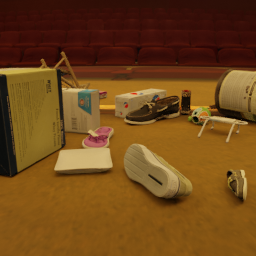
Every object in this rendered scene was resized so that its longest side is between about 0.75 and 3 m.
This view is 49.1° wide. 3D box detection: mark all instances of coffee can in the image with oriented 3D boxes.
[{"bbox_3d":[5.493,-1.323,11.825,2.112,2.112,2.886,-12,20,-35],"label":"coffee can"}]

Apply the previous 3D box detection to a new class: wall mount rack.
[{"bbox_3d":[3.318,0.003,10.088,1.712,0.638,1.487,11,16,34],"label":"wall mount rack"}]

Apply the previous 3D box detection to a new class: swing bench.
[{"bbox_3d":[-4.062,-2.769,16.349,2.511,2.525,1.638,-2,47,45],"label":"swing bench"}]

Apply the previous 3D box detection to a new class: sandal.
[{"bbox_3d":[-1.003,0.218,9.366,0.874,0.528,2.149,1,16,5],"label":"sandal"}]

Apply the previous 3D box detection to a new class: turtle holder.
[{"bbox_3d":[2.932,-0.512,11.622,0.672,0.719,0.947,-30,38,-30],"label":"turtle holder"}]

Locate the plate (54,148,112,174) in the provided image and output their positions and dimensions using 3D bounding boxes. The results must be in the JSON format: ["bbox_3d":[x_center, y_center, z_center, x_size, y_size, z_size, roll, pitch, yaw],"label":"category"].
[{"bbox_3d":[-1.169,0.896,7.549,1.427,0.231,1.431,-3,16,-7],"label":"plate"}]

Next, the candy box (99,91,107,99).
[{"bbox_3d":[-2.099,-2.129,17.777,1.341,0.409,0.915,15,22,43],"label":"candy box"}]

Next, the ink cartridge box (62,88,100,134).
[{"bbox_3d":[-2.216,-0.693,10.658,2.144,1.555,0.897,5,17,16],"label":"ink cartridge box"}]

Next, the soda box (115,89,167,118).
[{"bbox_3d":[0.686,-1.221,13.520,0.940,1.006,2.954,13,21,39],"label":"soda box"}]

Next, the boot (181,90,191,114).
[{"bbox_3d":[2.837,-1.317,13.703,0.530,1.092,1.450,5,17,16],"label":"boot"}]

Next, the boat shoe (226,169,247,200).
[{"bbox_3d":[2.360,1.213,6.104,0.376,0.449,1.257,5,11,17],"label":"boat shoe"}]

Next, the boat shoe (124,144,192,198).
[{"bbox_3d":[0.582,1.024,6.471,0.702,0.815,2.264,22,8,-28],"label":"boat shoe"}]

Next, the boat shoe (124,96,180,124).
[{"bbox_3d":[1.138,-0.816,12.214,2.959,0.893,1.093,-12,27,-30],"label":"boat shoe"}]

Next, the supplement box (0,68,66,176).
[{"bbox_3d":[-3.176,-0.371,7.827,1.675,2.494,2.492,6,17,19],"label":"supplement box"}]

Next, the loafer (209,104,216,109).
[{"bbox_3d":[4.647,-1.180,14.652,0.870,0.309,0.318,-3,16,-12],"label":"loafer"}]
